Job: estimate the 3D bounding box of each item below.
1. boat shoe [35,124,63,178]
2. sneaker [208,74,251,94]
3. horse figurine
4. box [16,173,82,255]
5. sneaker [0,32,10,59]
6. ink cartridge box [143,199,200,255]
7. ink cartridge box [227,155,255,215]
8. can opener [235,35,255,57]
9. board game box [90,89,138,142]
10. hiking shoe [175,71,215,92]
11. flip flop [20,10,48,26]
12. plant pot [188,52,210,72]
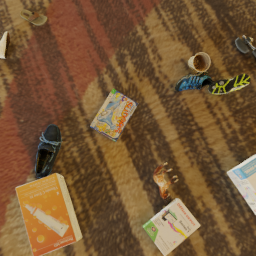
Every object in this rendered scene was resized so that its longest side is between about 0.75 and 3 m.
[{"bbox_3d":[-3.058,0.862,10.869,0.913,0.745,2.170,3,74,1],"label":"boat shoe"},{"bbox_3d":[4.221,-1.727,11.699,1.689,0.645,0.637,-11,77,16],"label":"sneaker"},{"bbox_3d":[1.346,1.923,10.527,0.952,0.358,1.436,-37,118,-6],"label":"horse figurine"},{"bbox_3d":[-2.799,3.063,10.023,1.520,1.191,2.444,-20,75,-6],"label":"box"},{"bbox_3d":[-5.542,-3.677,12.282,0.526,0.452,1.243,6,76,-1],"label":"sneaker"},{"bbox_3d":[1.560,3.544,10.142,1.679,0.705,1.216,-37,78,-9],"label":"ink cartridge box"},{"bbox_3d":[4.966,2.125,10.176,1.354,1.390,2.162,-30,76,-7],"label":"ink cartridge box"},{"bbox_3d":[5.553,-3.199,12.191,0.694,0.550,2.089,-42,74,25],"label":"can opener"},{"bbox_3d":[-0.549,-0.522,11.367,1.231,0.313,1.818,30,77,-3],"label":"board game box"},{"bbox_3d":[2.739,-1.869,11.613,1.599,0.595,0.693,-24,51,-6],"label":"hiking shoe"},{"bbox_3d":[-4.304,-5.074,12.702,1.368,0.394,0.555,25,76,7],"label":"flip flop"},{"bbox_3d":[2.920,-2.746,11.748,0.796,0.728,0.796,-3,101,-13],"label":"plant pot"}]
